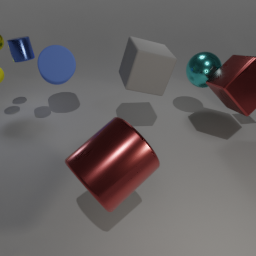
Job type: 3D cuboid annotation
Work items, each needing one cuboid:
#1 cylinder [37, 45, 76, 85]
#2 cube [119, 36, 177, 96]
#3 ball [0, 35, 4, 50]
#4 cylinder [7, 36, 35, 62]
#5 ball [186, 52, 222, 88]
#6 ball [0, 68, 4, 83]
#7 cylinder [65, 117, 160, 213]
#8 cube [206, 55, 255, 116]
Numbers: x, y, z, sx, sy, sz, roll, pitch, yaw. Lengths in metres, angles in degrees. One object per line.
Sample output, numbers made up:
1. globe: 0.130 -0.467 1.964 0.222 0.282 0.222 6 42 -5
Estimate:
1. cylinder: -2.829 -2.453 11.095 1.400 1.400 1.400 -10 8 -15
2. cube: 0.621 -2.130 9.665 1.400 1.400 1.400 8 33 -19
3. ball: -4.866 -3.131 10.144 0.700 0.700 0.700 0 33 0
4. cylinder: -3.490 -2.574 9.144 0.700 0.700 0.700 -8 25 4
5. ball: 2.991 -2.285 11.033 1.400 1.400 1.400 0 33 0
6. ball: -5.010 -1.988 10.481 0.700 0.700 0.700 0 33 0
7. cylinder: -0.314 0.730 5.727 1.400 1.400 1.400 -41 46 -13
8. cube: 3.833 -1.486 9.566 1.400 1.400 1.400 -45 19 5
